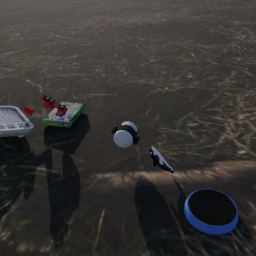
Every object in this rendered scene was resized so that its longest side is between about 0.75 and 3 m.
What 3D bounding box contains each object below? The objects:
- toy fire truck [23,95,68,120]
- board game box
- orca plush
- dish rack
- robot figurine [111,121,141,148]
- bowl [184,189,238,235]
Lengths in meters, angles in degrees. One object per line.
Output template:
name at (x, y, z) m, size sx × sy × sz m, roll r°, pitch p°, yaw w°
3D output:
toy fire truck at (-2.593, -0.577, 8.877) m, size 1.187 × 0.837 × 0.289 m, roll 31°, pitch 1°, yaw 1°
board game box at (-2.121, -0.477, 9.443) m, size 0.925 × 0.200 × 1.374 m, roll 5°, pitch 32°, yaw 15°
orca plush at (0.789, 0.877, 7.072) m, size 0.848 × 0.301 × 0.446 m, roll 44°, pitch 20°, yaw -8°
dish rack at (-3.943, -0.166, 8.574) m, size 1.620 × 0.411 × 1.887 m, roll -5°, pitch 29°, yaw -39°
robot figurine at (-0.053, 0.177, 7.717) m, size 0.664 × 0.551 × 0.883 m, roll -8°, pitch 26°, yaw 25°
bowl at (1.789, 1.750, 6.030) m, size 1.130 × 0.222 × 1.130 m, roll 0°, pitch 33°, yaw 0°
